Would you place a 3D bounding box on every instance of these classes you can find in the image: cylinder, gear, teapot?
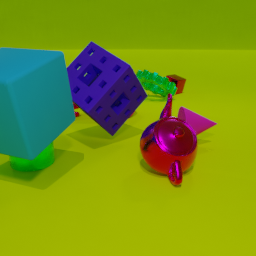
[{"bbox_3d":[-1.912,0.300,5.520,0.855,0.855,0.855,0,17,0],"label":"cylinder"},{"bbox_3d":[1.141,-1.832,11.693,1.801,0.333,1.801,24,-7,3],"label":"gear"},{"bbox_3d":[0.783,0.210,5.118,1.092,0.860,1.757,4,59,-11],"label":"teapot"}]

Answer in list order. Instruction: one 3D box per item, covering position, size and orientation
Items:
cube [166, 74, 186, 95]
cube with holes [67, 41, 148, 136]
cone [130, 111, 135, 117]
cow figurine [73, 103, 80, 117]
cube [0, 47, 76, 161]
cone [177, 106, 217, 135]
[{"bbox_3d":[2.171,-2.041,13.082,0.705,0.705,0.705,32,33,33],"label":"cube"},{"bbox_3d":[-0.602,-0.889,6.546,1.312,1.312,1.312,38,-5,31],"label":"cube with holes"},{"bbox_3d":[-0.815,-0.869,9.454,1.617,1.617,1.623,-16,-3,-42],"label":"cone"},{"bbox_3d":[-2.236,-0.661,9.161,1.093,0.610,1.111,-6,22,-29],"label":"cow figurine"},{"bbox_3d":[-1.796,-0.453,4.491,1.287,1.287,1.287,9,34,20],"label":"cube"},{"bbox_3d":[1.653,-0.087,6.475,0.852,0.849,0.849,-1,17,-3],"label":"cone"}]
